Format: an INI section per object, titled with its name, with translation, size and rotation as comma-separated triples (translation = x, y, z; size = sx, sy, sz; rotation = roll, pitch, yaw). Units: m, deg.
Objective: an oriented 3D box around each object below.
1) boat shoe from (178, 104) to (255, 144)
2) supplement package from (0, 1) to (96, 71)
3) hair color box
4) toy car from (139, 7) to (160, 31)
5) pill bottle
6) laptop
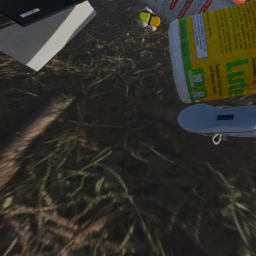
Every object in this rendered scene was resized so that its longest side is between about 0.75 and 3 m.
[boat shoe]
translation = 1.011, -0.031, 2.990
size = 0.960, 0.409, 0.355
rotation = 0, 58, 42
[supplement package]
translation = -2.614, -3.217, 6.950
size = 2.427, 2.538, 1.866
rotation = -41, 74, 7
[hair color box]
translation = 1.055, -2.974, 5.828
size = 2.577, 1.308, 0.789
rotation = 40, 59, 2
[toy car]
translation = 0.765, -4.063, 10.508
size = 0.825, 0.722, 0.619
rotation = 18, 8, -17
[pill bottle]
translation = 2.111, -1.324, 4.612
size = 2.652, 1.473, 1.473
rotation = -8, 33, 19
[laptop]
translation = -1.487, -2.062, 4.961
size = 2.029, 1.182, 2.289
rotation = -38, 7, -29
